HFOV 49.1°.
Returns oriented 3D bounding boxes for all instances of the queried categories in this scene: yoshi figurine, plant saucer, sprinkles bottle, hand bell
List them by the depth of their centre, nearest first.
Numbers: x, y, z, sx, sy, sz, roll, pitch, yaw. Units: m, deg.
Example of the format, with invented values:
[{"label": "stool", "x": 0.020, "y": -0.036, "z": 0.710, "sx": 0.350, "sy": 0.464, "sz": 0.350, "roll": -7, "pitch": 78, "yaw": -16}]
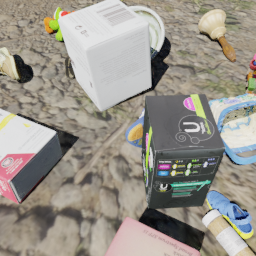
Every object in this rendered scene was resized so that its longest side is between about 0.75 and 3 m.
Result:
[{"label": "sprinkles bottle", "x": 2.392, "y": 2.631, "z": 6.634, "sx": 0.483, "sy": 0.483, "sz": 1.415, "roll": -22, "pitch": 50, "yaw": -20}, {"label": "plant saucer", "x": 0.200, "y": -3.862, "z": 12.291, "sx": 2.919, "sy": 0.733, "sz": 2.919, "roll": -3, "pitch": 77, "yaw": 15}, {"label": "hand bell", "x": 4.377, "y": -4.060, "z": 12.944, "sx": 1.393, "sy": 1.393, "sz": 2.676, "roll": -10, "pitch": 59, "yaw": -9}, {"label": "yoshi figurine", "x": -2.734, "y": -4.827, "z": 13.633, "sx": 2.692, "sy": 1.513, "sz": 1.507, "roll": 18, "pitch": 4, "yaw": 35}]

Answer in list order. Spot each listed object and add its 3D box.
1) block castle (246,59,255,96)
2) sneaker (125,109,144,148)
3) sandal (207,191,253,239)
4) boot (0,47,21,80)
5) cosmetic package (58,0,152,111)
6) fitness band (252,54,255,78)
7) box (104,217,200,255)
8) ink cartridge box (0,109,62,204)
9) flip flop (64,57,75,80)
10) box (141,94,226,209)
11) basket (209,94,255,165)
[{"label": "block castle", "x": 4.967, "y": -1.558, "z": 10.096, "sx": 1.247, "sy": 0.876, "sz": 1.866, "roll": 10, "pitch": 66, "yaw": 8}, {"label": "sneaker", "x": 0.782, "y": -0.231, "z": 9.270, "sx": 2.571, "sy": 0.968, "sz": 1.133, "roll": -28, "pitch": 39, "yaw": -32}, {"label": "sandal", "x": 2.611, "y": 2.079, "z": 7.100, "sx": 0.559, "sy": 0.612, "sz": 1.405, "roll": -32, "pitch": 52, "yaw": -25}, {"label": "boot", "x": -5.475, "y": -2.370, "z": 11.246, "sx": 1.888, "sy": 0.880, "sz": 2.442, "roll": -24, "pitch": 45, "yaw": -23}, {"label": "cosmetic package", "x": -0.712, "y": -2.592, "z": 9.978, "sx": 2.273, "sy": 2.755, "sz": 2.271, "roll": -27, "pitch": 52, "yaw": -15}, {"label": "fitness band", "x": 6.195, "y": -2.238, "z": 11.354, "sx": 2.078, "sy": 0.541, "sz": 2.893, "roll": 0, "pitch": 47, "yaw": 0}, {"label": "box", "x": 0.089, "y": 3.361, "z": 5.252, "sx": 1.672, "sy": 1.425, "sz": 2.616, "roll": 20, "pitch": 49, "yaw": 19}, {"label": "ink cartridge box", "x": -3.644, "y": 0.631, "z": 8.123, "sx": 2.713, "sy": 1.131, "sz": 1.969, "roll": 20, "pitch": 49, "yaw": 18}, {"label": "flip flop", "x": -2.398, "y": -2.512, "z": 11.782, "sx": 0.525, "sy": 0.373, "sz": 1.296, "roll": -2, "pitch": 61, "yaw": -7}, {"label": "box", "x": 1.206, "y": 0.648, "z": 7.153, "sx": 1.552, "sy": 2.497, "sz": 1.854, "roll": -3, "pitch": 46, "yaw": -3}, {"label": "basket", "x": 3.514, "y": 0.041, "z": 8.264, "sx": 2.215, "sy": 1.748, "sz": 2.513, "roll": -11, "pitch": 37, "yaw": -12}]
